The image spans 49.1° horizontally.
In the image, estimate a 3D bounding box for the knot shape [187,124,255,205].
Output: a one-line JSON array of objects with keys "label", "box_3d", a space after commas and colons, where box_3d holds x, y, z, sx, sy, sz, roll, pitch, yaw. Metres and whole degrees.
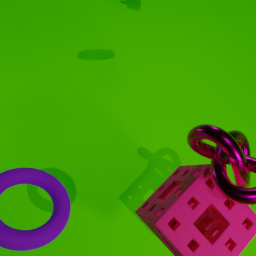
[{"label": "knot shape", "box_3d": [1.593, 0.481, 4.175, 1.411, 0.652, 1.320, 49, 25, 26]}]

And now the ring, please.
[{"label": "ring", "box_3d": [-1.554, 1.177, 4.269, 1.370, 0.274, 1.370, 17, 39, -14]}]

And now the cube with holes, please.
[{"label": "cube with holes", "box_3d": [1.075, 1.459, 4.577, 1.214, 1.214, 1.214, -42, 91, -15]}]
